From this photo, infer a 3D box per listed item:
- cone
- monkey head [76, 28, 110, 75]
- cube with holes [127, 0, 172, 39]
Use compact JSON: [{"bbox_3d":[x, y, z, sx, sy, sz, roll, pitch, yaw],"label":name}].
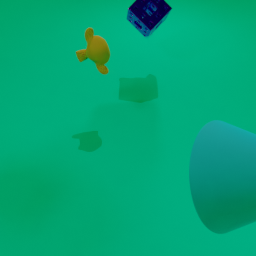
[{"bbox_3d":[1.801,0.576,3.304,1.532,1.527,1.527,-8,31,47],"label":"cone"},{"bbox_3d":[-0.825,-1.762,6.542,0.783,1.088,0.656,-21,23,0],"label":"monkey head"},{"bbox_3d":[0.586,-3.297,8.093,0.868,0.868,0.868,44,90,-4],"label":"cube with holes"}]
